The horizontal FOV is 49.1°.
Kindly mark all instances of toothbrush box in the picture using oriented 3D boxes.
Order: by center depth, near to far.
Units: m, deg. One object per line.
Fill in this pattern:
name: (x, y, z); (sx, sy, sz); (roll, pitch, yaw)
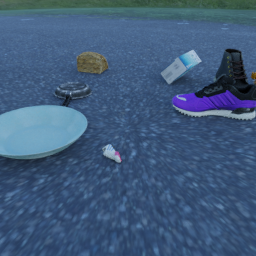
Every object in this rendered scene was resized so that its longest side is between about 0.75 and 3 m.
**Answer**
toothbrush box: (2.370, -2.734, 12.520); (1.196, 0.697, 1.633); (-36, -1, 44)

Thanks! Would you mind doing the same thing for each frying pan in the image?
frying pan: (-2.443, -1.347, 10.976); (1.522, 0.409, 2.516); (12, 27, 22)

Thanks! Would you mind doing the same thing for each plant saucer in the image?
plant saucer: (-2.591, 0.174, 7.900); (2.903, 0.559, 2.903); (1, 28, 0)

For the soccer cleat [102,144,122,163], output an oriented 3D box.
soccer cleat: (-0.429, 0.702, 7.271); (0.348, 0.282, 0.806); (-22, 29, -14)

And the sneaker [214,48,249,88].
sneaker: (4.148, -2.002, 10.813); (1.057, 1.501, 2.827); (-3, 34, -8)

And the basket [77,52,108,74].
basket: (-1.766, -3.350, 13.996); (1.358, 0.969, 1.012); (10, 31, 17)

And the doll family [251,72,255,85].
doll family: (5.745, -1.954, 11.422); (1.308, 0.949, 2.107); (7, 29, 12)

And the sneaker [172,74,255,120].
sneaker: (2.928, -1.155, 9.458); (2.823, 1.404, 0.981); (4, 29, 7)
